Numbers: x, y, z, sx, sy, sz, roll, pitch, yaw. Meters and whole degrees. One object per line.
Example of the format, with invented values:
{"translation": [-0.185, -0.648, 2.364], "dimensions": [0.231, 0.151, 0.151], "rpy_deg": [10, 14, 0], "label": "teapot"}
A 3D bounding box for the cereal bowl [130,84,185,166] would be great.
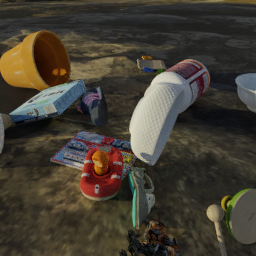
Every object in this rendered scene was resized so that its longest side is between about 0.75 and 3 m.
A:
{"translation": [0.684, -0.174, 7.607], "dimensions": [0.947, 2.275, 2.275], "rpy_deg": [22, 36, 15], "label": "cereal bowl"}

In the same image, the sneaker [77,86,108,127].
{"translation": [-1.333, -0.678, 10.177], "dimensions": [1.075, 0.919, 2.620], "rpy_deg": [-17, 25, 3], "label": "sneaker"}

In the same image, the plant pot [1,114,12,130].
{"translation": [-4.346, -0.163, 9.342], "dimensions": [0.816, 0.816, 0.871], "rpy_deg": [11, 16, 18], "label": "plant pot"}

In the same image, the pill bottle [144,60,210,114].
{"translation": [1.861, -1.494, 10.625], "dimensions": [1.626, 1.626, 2.879], "rpy_deg": [19, 34, 29], "label": "pill bottle"}

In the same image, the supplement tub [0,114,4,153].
{"translation": [-4.968, 0.163, 7.804], "dimensions": [2.499, 1.648, 1.648], "rpy_deg": [-3, 31, -7], "label": "supplement tub"}

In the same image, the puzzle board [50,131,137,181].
{"translation": [-0.865, 0.711, 8.308], "dimensions": [2.277, 0.198, 1.716], "rpy_deg": [12, 32, 19], "label": "puzzle board"}

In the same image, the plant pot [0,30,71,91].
{"translation": [-4.183, -2.742, 12.288], "dimensions": [2.309, 2.522, 2.522], "rpy_deg": [-5, 27, 23], "label": "plant pot"}

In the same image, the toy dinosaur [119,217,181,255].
{"translation": [0.502, 2.288, 5.116], "dimensions": [1.139, 0.857, 1.678], "rpy_deg": [10, 6, -14], "label": "toy dinosaur"}

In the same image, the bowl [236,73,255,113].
{"translation": [5.281, -1.231, 10.749], "dimensions": [2.371, 1.066, 2.371], "rpy_deg": [-1, 30, 0], "label": "bowl"}

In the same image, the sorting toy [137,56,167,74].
{"translation": [1.253, -3.314, 15.035], "dimensions": [1.502, 0.363, 2.667], "rpy_deg": [3, 31, -2], "label": "sorting toy"}

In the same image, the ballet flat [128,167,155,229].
{"translation": [0.344, 1.529, 6.510], "dimensions": [0.583, 0.617, 1.831], "rpy_deg": [1, 29, -6], "label": "ballet flat"}

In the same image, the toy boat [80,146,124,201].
{"translation": [-0.654, 0.966, 6.897], "dimensions": [1.012, 1.014, 1.551], "rpy_deg": [2, 47, 4], "label": "toy boat"}

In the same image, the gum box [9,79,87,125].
{"translation": [-2.855, -0.994, 10.300], "dimensions": [1.939, 0.508, 2.282], "rpy_deg": [-11, 25, 24], "label": "gum box"}

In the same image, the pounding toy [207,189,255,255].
{"translation": [2.205, 1.810, 5.829], "dimensions": [1.441, 1.112, 0.669], "rpy_deg": [-18, 9, -21], "label": "pounding toy"}
